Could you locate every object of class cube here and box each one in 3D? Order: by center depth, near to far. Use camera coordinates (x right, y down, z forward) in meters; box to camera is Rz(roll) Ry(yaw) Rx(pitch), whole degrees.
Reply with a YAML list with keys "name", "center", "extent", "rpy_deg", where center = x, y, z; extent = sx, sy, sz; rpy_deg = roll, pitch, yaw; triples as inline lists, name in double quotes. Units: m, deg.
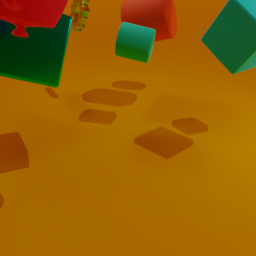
- name: "cube"
  center: [-2.078, -1.646, 5.434]
  extent: [1.362, 1.362, 1.362]
  rpy_deg: [8, 9, -36]
- name: "cube"
  center: [2.470, -1.966, 5.905]
  extent: [1.092, 1.092, 1.092]
  rpy_deg: [-21, 67, -36]

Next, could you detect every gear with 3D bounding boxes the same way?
- name: "gear"
  center: [-1.574, -3.711, 9.026]
  extent: [0.216, 1.169, 1.169]
  rpy_deg: [1, 26, -32]

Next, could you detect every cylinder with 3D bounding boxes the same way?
- name: "cylinder"
  center: [0.204, -2.306, 7.591]
  extent: [0.906, 0.906, 0.906]
  rpy_deg: [16, 32, 6]
- name: "cylinder"
  center: [0.680, -3.400, 8.739]
  extent: [1.392, 1.392, 1.392]
  rpy_deg: [-3, 27, 25]

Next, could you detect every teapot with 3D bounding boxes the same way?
- name: "teapot"
  center: [-1.179, -1.432, 3.148]
  extent: [0.999, 0.787, 1.606]
  rpy_deg: [6, 14, -13]
